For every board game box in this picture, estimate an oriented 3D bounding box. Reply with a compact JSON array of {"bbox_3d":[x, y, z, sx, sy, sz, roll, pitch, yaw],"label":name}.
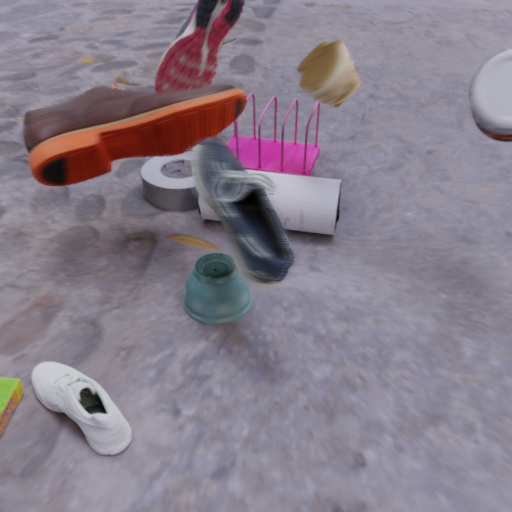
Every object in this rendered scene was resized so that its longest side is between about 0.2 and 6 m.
[{"bbox_3d":[-3.607,2.286,6.346,1.050,0.330,2.199,3,35,5],"label":"board game box"}]

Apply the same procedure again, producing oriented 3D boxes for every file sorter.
[{"bbox_3d":[0.250,-2.614,11.897,2.066,1.296,1.436,10,39,12],"label":"file sorter"}]

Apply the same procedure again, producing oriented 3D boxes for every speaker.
[{"bbox_3d":[0.274,-0.993,10.035,2.487,1.010,1.010,7,38,10],"label":"speaker"}]

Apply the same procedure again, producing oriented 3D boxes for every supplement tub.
[{"bbox_3d":[3.320,-2.022,7.290,0.993,0.993,1.621,18,11,21],"label":"supplement tub"}]

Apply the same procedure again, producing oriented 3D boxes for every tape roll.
[{"bbox_3d":[-1.486,-1.515,11.113,1.541,0.509,1.541,-1,37,0],"label":"tape roll"}]

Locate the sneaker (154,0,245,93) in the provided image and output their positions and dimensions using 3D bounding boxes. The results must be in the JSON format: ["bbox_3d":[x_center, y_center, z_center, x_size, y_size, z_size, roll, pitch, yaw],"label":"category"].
[{"bbox_3d":[-1.090,-4.108,10.980,1.043,2.586,0.966,31,6,-21],"label":"sneaker"}]

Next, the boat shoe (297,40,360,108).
[{"bbox_3d":[1.352,-3.079,9.695,0.924,0.984,2.670,41,21,-17],"label":"boat shoe"}]

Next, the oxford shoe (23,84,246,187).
[{"bbox_3d":[-1.863,-2.228,8.699,3.478,1.238,1.262,-19,71,-15],"label":"oxford shoe"}]

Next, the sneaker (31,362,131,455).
[{"bbox_3d":[-2.166,1.678,6.835,1.712,0.686,0.602,25,46,31],"label":"sneaker"}]

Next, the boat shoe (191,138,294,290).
[{"bbox_3d":[-0.171,-0.659,6.970,0.825,0.682,2.204,-5,62,-32],"label":"boat shoe"}]

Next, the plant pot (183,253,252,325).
[{"bbox_3d":[-0.595,0.416,8.431,1.078,0.722,1.078,0,38,0],"label":"plant pot"}]
